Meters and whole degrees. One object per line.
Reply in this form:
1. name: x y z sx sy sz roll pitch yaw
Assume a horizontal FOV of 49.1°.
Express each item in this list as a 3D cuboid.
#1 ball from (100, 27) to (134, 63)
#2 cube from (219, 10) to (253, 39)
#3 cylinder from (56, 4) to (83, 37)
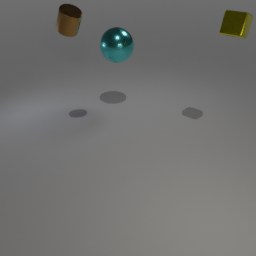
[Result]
1. ball: -0.453 -3.372 11.426 1.400 1.400 1.400 0 30 0
2. cube: 3.374 -3.221 8.729 0.700 0.700 0.700 23 23 31
3. cylinder: -1.808 -3.287 8.568 0.700 0.700 0.700 12 52 -16
